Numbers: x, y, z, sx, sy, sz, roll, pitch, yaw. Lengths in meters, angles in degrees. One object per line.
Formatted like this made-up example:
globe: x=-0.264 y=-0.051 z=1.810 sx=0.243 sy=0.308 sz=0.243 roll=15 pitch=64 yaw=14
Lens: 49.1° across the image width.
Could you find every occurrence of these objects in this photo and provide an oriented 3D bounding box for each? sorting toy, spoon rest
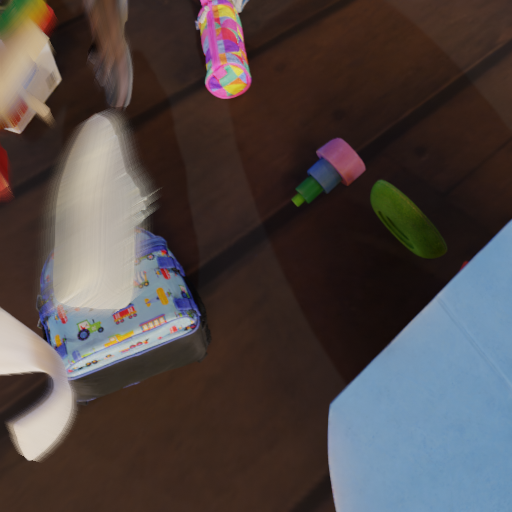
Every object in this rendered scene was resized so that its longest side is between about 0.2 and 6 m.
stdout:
sorting toy: x=-3.076 y=-1.216 z=6.068 sx=2.010 sy=0.705 sz=4.169 roll=10 pitch=68 yaw=48
sorting toy: x=2.039 y=0.049 z=8.430 sx=1.470 sy=1.480 sz=4.269 roll=-42 pitch=68 yaw=4
spoon rest: x=-2.747 y=1.040 z=5.998 sx=0.778 sy=1.276 sz=2.568 roll=-28 pitch=47 yaw=-36

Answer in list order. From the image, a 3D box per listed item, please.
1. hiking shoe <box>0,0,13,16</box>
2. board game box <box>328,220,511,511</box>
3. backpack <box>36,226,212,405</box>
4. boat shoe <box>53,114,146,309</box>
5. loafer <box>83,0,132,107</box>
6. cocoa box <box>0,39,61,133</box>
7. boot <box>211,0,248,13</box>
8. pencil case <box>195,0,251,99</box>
hiking shoe: x=-5.242 y=-6.094 z=11.518 sx=3.577 sy=1.800 sz=1.354 roll=-36 pitch=66 yaw=-19
board game box: x=3.173 y=2.104 z=6.739 sx=5.288 sy=1.030 sz=4.178 roll=-41 pitch=94 yaw=-17
backpack: x=-1.949 y=0.511 z=7.767 sx=2.168 sy=1.598 sz=2.375 roll=-18 pitch=60 yaw=-10
boat shoe: x=-1.339 y=-0.384 z=4.961 sx=0.672 sy=0.658 sz=1.887 roll=19 pitch=54 yaw=-37
loafer: x=-2.220 y=-3.082 z=8.062 sx=0.631 sy=2.004 sz=0.720 roll=-21 pitch=48 yaw=-29
cocoa box: x=-4.536 y=-3.238 z=10.272 sx=1.023 sy=1.040 sz=1.560 roll=17 pitch=61 yaw=10
boot: x=-0.389 y=-6.070 z=12.239 sx=0.921 sy=0.709 sz=1.927 roll=19 pitch=69 yaw=4
pencil case: x=-0.664 y=-4.047 z=10.849 sx=0.932 sy=0.932 sz=2.109 roll=-9 pitch=60 yaw=-5
